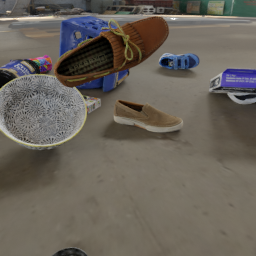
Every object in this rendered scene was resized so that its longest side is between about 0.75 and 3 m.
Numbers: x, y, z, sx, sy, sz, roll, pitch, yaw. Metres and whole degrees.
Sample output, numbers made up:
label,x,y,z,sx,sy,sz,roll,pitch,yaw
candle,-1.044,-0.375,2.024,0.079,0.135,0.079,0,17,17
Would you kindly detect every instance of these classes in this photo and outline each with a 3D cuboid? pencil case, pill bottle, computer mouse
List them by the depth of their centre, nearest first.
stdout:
label,x,y,z,sx,sy,sz,roll,pitch,yaw
computer mouse,4.803,-1.117,10.620,2.032,0.446,1.114,3,12,10
pill bottle,-4.487,-1.983,11.317,1.373,1.373,2.455,2,28,4
pencil case,-4.911,-3.143,14.198,2.073,0.916,0.916,-21,33,-38

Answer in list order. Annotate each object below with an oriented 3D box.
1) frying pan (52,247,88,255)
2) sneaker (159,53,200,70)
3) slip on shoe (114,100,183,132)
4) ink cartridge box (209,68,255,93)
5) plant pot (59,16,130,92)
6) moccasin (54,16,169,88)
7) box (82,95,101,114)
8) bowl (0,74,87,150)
label,x,y,z,sx,sy,sz,roll,pitch,yaw
frying pan,-1.134,2.275,4.274,1.179,0.192,0.713,-22,33,-33
sneaker,2.697,-3.539,15.082,2.257,0.834,0.928,9,30,31
slip on shoe,0.620,-0.440,9.034,2.311,0.700,0.879,12,29,23
ink cartridge box,4.759,-1.689,10.400,2.912,0.638,2.940,3,2,6
plant pot,-1.261,-3.246,12.432,2.529,2.813,2.813,15,30,13
moccasin,-0.315,-1.573,5.559,2.473,0.904,0.954,-20,7,-5
box,-2.009,-0.953,10.485,1.751,0.304,0.964,13,30,24
bowl,-2.413,-0.249,7.799,2.392,1.123,2.392,9,54,-12
